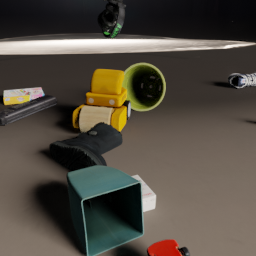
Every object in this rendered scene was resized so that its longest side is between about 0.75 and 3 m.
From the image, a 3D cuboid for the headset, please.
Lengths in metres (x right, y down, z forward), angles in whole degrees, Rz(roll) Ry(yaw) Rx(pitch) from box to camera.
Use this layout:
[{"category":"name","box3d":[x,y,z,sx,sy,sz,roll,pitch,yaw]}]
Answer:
[{"category":"headset","box3d":[-0.384,-3.337,8.181,0.772,1.015,1.644,6,59,-32]}]

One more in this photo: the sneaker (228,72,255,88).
[{"category":"sneaker","box3d":[6.659,-2.617,15.284,2.314,0.811,1.256,1,16,22]}]

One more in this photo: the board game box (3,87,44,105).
[{"category":"board game box","box3d":[-4.916,-1.530,13.239,1.757,0.354,1.345,-8,23,-19]}]

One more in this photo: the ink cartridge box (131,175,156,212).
[{"category":"ink cartridge box","box3d":[0.118,1.410,5.960,0.629,0.365,0.853,-9,26,-22]}]

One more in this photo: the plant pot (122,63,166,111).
[{"category":"plant pot","box3d":[0.832,-1.812,12.319,1.964,1.964,1.865,7,12,16]}]

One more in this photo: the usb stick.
[{"category":"usb stick","box3d":[-4.022,-0.764,11.178,0.825,0.485,2.975,12,25,24]}]

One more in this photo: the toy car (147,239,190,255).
[{"category":"toy car","box3d":[0.803,2.499,3.053,2.436,0.543,2.292,15,27,35]}]

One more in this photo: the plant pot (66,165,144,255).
[{"category":"plant pot","box3d":[-0.566,1.337,5.289,1.087,1.087,1.539,-11,18,-26]}]

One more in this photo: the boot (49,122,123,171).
[{"category":"boot","box3d":[-0.793,0.511,7.519,1.846,0.839,2.198,-24,26,-38]}]

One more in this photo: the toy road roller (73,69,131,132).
[{"category":"toy road roller","box3d":[-0.834,-1.020,9.906,1.585,1.883,2.580,5,23,10]}]
